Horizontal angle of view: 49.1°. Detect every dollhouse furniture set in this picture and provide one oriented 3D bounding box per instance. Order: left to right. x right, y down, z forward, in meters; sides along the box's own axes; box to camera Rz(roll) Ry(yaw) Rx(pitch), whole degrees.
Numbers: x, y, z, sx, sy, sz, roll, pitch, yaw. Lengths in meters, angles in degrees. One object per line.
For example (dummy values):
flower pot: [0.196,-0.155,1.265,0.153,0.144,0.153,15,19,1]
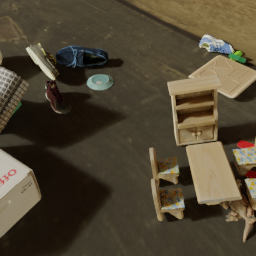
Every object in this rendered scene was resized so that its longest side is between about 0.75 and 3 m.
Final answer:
dollhouse furniture set: [1.861,0.352,6.802,2.736,1.938,2.979,-8,40,7]

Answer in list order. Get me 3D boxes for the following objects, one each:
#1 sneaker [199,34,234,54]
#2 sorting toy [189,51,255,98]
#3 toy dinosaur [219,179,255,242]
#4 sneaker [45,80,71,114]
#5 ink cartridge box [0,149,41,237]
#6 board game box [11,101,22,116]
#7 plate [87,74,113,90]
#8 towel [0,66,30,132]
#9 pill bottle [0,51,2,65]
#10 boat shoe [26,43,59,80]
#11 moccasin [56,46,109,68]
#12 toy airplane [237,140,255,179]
sneaker: [3.773,-3.447,11.955,1.544,0.584,0.595,31,72,29]
sorting toy: [3.936,-2.142,10.662,2.766,0.407,2.045,-36,50,-26]
toy dinosaur: [2.646,1.788,6.650,0.680,1.074,1.585,-30,67,23]
sneaker: [-2.427,-1.111,9.341,0.537,0.819,1.418,-29,52,-26]
ink cartridge box: [-3.899,1.357,6.574,2.914,1.247,2.150,28,51,22]
board game box: [-4.776,-0.646,9.113,1.983,0.446,1.508,12,44,12]
plate: [-1.040,-1.760,10.484,0.993,0.127,0.993,1,45,-1]
towel: [-4.119,-0.987,7.911,2.111,0.903,1.748,20,78,21]
pill bottle: [-6.188,-2.423,10.151,1.542,1.542,2.734,29,52,26]
boat shoe: [-3.124,-2.574,10.561,0.644,0.770,2.156,-36,55,-14]
moccasin: [-1.804,-2.831,11.021,2.078,0.836,0.709,-7,35,-5]
toy airplane: [3.894,1.009,7.510,2.320,0.427,2.320,-1,44,1]
